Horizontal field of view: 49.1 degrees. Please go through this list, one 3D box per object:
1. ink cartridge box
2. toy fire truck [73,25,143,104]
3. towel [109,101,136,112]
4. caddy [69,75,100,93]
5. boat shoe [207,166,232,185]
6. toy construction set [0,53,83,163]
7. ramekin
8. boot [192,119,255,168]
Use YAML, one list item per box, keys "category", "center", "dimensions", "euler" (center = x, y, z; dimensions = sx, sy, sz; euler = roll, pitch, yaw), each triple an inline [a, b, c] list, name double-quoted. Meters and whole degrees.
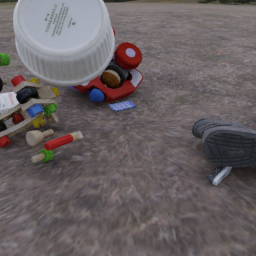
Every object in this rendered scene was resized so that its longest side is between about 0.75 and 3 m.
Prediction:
- category: "ink cartridge box"
  center: [-3.901, -0.379, 7.859]
  dimensions: [1.728, 0.726, 1.251]
  euler: [-13, 31, -23]
- category: "toy fire truck"
  center: [-1.033, -2.058, 9.667]
  dimensions: [2.941, 1.649, 2.470]
  euler: [38, 59, -6]
- category: "towel"
  center: [-0.186, -0.732, 9.177]
  dimensions: [0.761, 0.091, 0.551]
  euler: [-13, 31, -22]
- category: "caddy"
  center: [-1.756, -1.869, 10.432]
  dimensions: [1.262, 0.937, 1.786]
  euler: [17, 23, -19]
- category: "boat shoe"
  center: [1.959, 0.935, 5.971]
  dimensions: [0.260, 0.275, 0.786]
  euler: [30, 48, 34]
- category: "toy construction set"
  center: [-2.139, -0.361, 7.063]
  dimensions: [2.515, 2.098, 1.933]
  euler: [37, 29, 19]
- category: "ramekin"
  center: [-1.543, -2.379, 6.798]
  dimensions: [2.531, 2.531, 1.179]
  euler: [-4, -12, -8]
- category: "boot"
  center: [2.962, 0.360, 6.312]
  dimensions: [2.842, 0.992, 1.871]
  euler: [18, 15, 3]
